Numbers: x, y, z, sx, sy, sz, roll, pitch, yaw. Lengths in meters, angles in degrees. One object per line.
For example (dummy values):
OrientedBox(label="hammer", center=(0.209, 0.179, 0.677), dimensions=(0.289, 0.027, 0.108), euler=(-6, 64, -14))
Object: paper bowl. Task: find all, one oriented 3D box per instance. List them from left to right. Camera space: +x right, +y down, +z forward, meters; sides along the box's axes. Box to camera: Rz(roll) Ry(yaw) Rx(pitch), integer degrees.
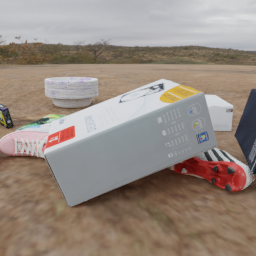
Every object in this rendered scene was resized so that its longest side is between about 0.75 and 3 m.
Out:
OrientedBox(label="paper bowl", center=(-2.501, -1.611, 12.562), dimensions=(2.347, 1.220, 2.347), euler=(0, 16, 0))

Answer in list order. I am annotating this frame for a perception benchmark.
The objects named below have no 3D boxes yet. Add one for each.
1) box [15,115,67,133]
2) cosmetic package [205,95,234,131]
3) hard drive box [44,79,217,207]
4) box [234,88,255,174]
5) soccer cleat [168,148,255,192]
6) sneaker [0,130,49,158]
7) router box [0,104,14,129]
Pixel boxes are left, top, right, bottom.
OrientedBox(label="box", center=(-2.261, -0.020, 8.574), dimensions=(1.381, 0.348, 1.913), euler=(4, 16, 13))
OrientedBox(label="cosmetic package", center=(2.681, -0.569, 9.600), dimensions=(1.207, 0.868, 2.138), euler=(1, 17, 4))
OrientedBox(label="hard drive box", center=(-0.068, 0.093, 5.457), dimensions=(2.727, 1.047, 2.126), euler=(-22, 19, -6))
OrientedBox(label="box", center=(3.406, 0.193, 5.362), dimensions=(2.131, 1.313, 2.114), euler=(16, 17, 8))
OrientedBox(label="soccer cleat", center=(1.526, 0.666, 5.679), dimensions=(0.886, 0.714, 2.081), euler=(-1, 16, -41))
OrientedBox(label="sneaker", center=(-2.205, 0.405, 6.586), dimensions=(1.591, 0.599, 0.832), euler=(-1, 10, -20))
OrientedBox(label="router box", center=(-4.134, -0.415, 9.277), dimensions=(0.231, 0.695, 0.884), euler=(-25, 26, -35))
